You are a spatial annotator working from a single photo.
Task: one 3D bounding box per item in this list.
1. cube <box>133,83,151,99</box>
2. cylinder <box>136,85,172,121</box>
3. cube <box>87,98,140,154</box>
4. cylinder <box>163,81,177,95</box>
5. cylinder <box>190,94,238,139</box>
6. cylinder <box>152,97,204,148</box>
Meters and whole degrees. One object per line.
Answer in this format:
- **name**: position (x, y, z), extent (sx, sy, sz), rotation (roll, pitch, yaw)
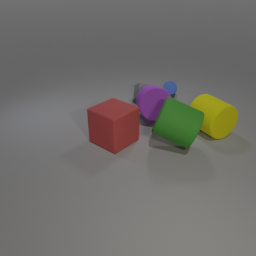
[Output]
- **cube**: position (0.728, -1.770, 13.716), extent (0.700, 0.700, 0.700), rotation (7, -4, -21)
- **cylinder**: position (1.105, -1.096, 11.991), extent (1.400, 1.400, 1.400), rotation (-1, 13, -2)
- **cube**: position (-0.531, -0.133, 10.521), extent (1.400, 1.400, 1.400), rotation (23, 36, 35)
- **cylinder**: position (2.176, -2.059, 14.488), extent (0.700, 0.700, 0.700), rotation (5, 4, 10)
- **cylinder**: position (3.347, -0.474, 11.139), extent (1.400, 1.400, 1.400), rotation (-14, 32, -24)
- **cylinder**: position (1.738, -0.197, 9.866), extent (1.400, 1.400, 1.400), rotation (25, 32, 2)
